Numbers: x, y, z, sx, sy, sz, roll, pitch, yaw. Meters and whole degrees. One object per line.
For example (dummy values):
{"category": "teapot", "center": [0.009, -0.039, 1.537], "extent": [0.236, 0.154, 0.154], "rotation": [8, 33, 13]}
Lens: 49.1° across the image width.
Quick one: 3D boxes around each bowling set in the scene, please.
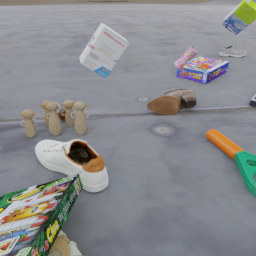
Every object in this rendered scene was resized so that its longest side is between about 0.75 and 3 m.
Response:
{"category": "bowling set", "center": [-2.007, -0.453, 7.831], "extent": [1.811, 0.972, 1.260], "rotation": [-4, 29, -8]}

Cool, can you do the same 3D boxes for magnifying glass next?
{"category": "magnifying glass", "center": [2.715, 0.788, 6.339], "extent": [1.114, 0.313, 2.798], "rotation": [-11, 32, -18]}

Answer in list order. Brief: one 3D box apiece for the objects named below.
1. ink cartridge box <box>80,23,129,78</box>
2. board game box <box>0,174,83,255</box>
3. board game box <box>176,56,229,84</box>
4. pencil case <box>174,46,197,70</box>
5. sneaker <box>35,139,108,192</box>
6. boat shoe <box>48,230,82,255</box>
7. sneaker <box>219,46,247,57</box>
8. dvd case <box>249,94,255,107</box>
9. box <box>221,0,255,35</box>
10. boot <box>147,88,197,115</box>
{"category": "ink cartridge box", "center": [-0.576, -1.858, 6.735], "extent": [0.743, 1.029, 0.435], "rotation": [27, 23, -28]}
{"category": "board game box", "center": [-1.585, 1.325, 3.775], "extent": [1.531, 0.343, 2.922], "rotation": [-18, 6, 1]}
{"category": "board game box", "center": [3.280, -2.575, 12.217], "extent": [1.424, 0.474, 2.118], "rotation": [22, 35, 34]}
{"category": "pencil case", "center": [1.853, -2.255, 9.059], "extent": [0.352, 0.804, 0.352], "rotation": [37, 23, -19]}
{"category": "sneaker", "center": [-1.280, 0.511, 6.142], "extent": [2.203, 0.933, 0.802], "rotation": [20, 36, 34]}
{"category": "boat shoe", "center": [-1.562, 2.221, 3.047], "extent": [1.090, 1.025, 2.861], "rotation": [30, 39, 25]}
{"category": "sneaker", "center": [5.630, -4.103, 14.886], "extent": [1.430, 0.586, 0.534], "rotation": [1, 29, 1]}
{"category": "dvd case", "center": [5.282, -1.038, 9.643], "extent": [1.595, 0.262, 2.122], "rotation": [18, 33, 30]}
{"category": "box", "center": [3.749, -3.665, 9.265], "extent": [0.715, 1.173, 0.279], "rotation": [32, 67, -10]}
{"category": "boot", "center": [1.406, -0.939, 9.228], "extent": [1.766, 0.620, 1.291], "rotation": [-2, 22, -6]}
